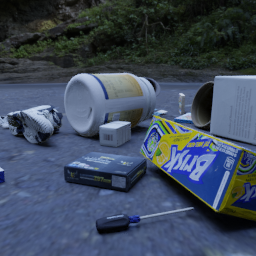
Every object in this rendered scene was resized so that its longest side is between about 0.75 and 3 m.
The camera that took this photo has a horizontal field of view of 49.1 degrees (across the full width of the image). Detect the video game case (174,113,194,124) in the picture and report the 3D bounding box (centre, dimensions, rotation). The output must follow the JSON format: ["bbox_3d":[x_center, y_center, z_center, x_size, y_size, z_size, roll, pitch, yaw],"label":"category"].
[{"bbox_3d":[3.068,-0.430,12.522,1.393,0.173,1.946,7,13,31],"label":"video game case"}]

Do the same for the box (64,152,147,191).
[{"bbox_3d":[-0.435,0.852,5.792,1.397,0.356,1.102,5,12,22],"label":"box"}]

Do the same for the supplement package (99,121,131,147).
[{"bbox_3d":[-0.374,0.166,8.574,0.589,0.591,1.007,5,13,24],"label":"supplement package"}]

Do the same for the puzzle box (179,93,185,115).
[{"bbox_3d":[2.813,-1.278,14.671,0.186,0.975,1.466,1,11,5],"label":"puzzle box"}]

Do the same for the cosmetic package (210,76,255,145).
[{"bbox_3d":[4.286,-0.638,8.940,2.021,2.009,2.415,-8,15,-34],"label":"cosmetic package"}]

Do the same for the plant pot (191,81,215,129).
[{"bbox_3d":[3.591,-0.739,10.834,1.562,1.800,1.800,13,7,-19],"label":"plant pot"}]

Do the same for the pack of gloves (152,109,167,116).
[{"bbox_3d":[1.295,-0.736,14.184,0.964,0.227,1.148,19,25,34],"label":"pack of gloves"}]

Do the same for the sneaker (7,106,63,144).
[{"bbox_3d":[-2.736,-0.240,9.334,1.711,1.049,2.629,-21,12,-39],"label":"sneaker"}]

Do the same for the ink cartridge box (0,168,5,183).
[{"bbox_3d":[-3.046,0.900,5.806,0.555,0.261,1.180,-9,15,-42],"label":"ink cartridge box"}]

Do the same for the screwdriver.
[{"bbox_3d":[0.290,1.278,4.030,1.524,0.213,0.222,-6,-16,-13],"label":"screwdriver"}]

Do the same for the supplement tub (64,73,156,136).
[{"bbox_3d":[-0.575,-0.918,10.127,2.901,2.095,2.095,-11,16,-43],"label":"supplement tub"}]

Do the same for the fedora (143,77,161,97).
[{"bbox_3d":[0.785,-1.647,13.585,1.582,0.808,1.789,-13,47,-4],"label":"fedora"}]

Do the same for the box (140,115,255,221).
[{"bbox_3d":[1.300,0.552,5.152,1.042,0.956,2.973,18,4,-21],"label":"box"}]

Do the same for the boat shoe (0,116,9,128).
[{"bbox_3d":[-4.757,-0.253,11.040,0.439,0.418,1.220,-9,15,-38],"label":"boat shoe"}]
